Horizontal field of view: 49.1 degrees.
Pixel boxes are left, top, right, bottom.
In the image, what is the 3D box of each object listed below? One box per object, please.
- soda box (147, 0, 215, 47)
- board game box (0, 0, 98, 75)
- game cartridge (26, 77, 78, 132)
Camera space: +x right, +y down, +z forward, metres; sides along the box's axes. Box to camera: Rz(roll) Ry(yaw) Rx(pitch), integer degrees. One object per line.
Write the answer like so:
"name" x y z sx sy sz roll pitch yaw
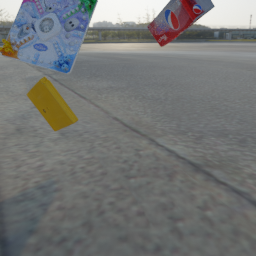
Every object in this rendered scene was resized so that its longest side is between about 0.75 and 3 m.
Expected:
"soda box" 1.592 -3.606 9.172 0.893 0.986 2.816 -37 8 -10
"board game box" -2.856 -3.608 9.827 2.927 2.927 0.379 18 -6 16
"game cartridge" -1.226 -0.351 4.481 0.149 0.812 0.921 -43 15 -31
